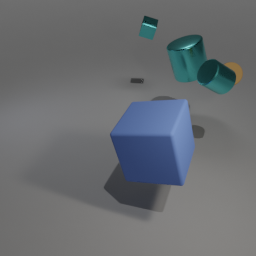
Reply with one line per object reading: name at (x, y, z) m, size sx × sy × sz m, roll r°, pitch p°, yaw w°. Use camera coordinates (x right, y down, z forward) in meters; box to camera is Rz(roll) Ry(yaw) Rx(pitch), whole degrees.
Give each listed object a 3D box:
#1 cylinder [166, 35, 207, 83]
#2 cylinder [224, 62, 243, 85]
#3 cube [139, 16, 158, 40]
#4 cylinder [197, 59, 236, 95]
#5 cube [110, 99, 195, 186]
cylinder at (2.369, -2.737, 11.049) m, size 1.400 × 1.400 × 1.400 m, roll -17°, pitch 32°, yaw 11°
cylinder at (3.102, -1.613, 8.628) m, size 0.700 × 0.700 × 0.700 m, roll 6°, pitch 3°, yaw 11°
cube at (0.966, -4.716, 13.192) m, size 0.700 × 0.700 × 0.700 m, roll 16°, pitch 54°, yaw -4°
cylinder at (2.231, -1.288, 7.085) m, size 0.700 × 0.700 × 0.700 m, roll 20°, pitch 20°, yaw -30°
cube at (0.639, 0.301, 6.438) m, size 1.400 × 1.400 × 1.400 m, roll 0°, pitch 34°, yaw 26°
